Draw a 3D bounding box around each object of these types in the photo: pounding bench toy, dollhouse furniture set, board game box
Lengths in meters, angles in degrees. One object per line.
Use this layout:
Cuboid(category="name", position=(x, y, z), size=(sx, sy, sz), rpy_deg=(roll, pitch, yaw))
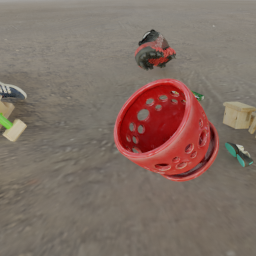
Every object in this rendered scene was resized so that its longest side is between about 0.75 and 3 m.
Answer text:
Cuboid(category="pounding bench toy", position=(-3.341, -0.484, 6.052), size=(1.958, 1.527, 1.216), rpy_deg=(12, 60, 20))
Cuboid(category="dollhouse furniture set", position=(3.716, -0.473, 6.495), size=(2.154, 1.197, 1.905), rpy_deg=(-2, 18, -20))
Cuboid(category="board game box", position=(1.717, -1.092, 8.882), size=(0.661, 0.148, 1.262), rpy_deg=(-20, 36, -33))

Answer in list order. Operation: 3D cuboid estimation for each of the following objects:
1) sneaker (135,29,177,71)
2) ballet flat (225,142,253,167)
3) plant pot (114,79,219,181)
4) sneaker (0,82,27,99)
Cuboid(category="sneaker", position=(0.817, -2.893, 10.225), size=(0.991, 1.369, 2.803), rpy_deg=(-35, -3, 30))
Cuboid(category="ballet flat", position=(2.376, 0.541, 5.949), size=(0.268, 0.266, 0.783), rpy_deg=(-19, 37, -4))
Cuboid(category="plant pot", position=(0.725, 0.125, 4.982), size=(1.532, 1.395, 1.532), rpy_deg=(-22, 48, 27))
Cuboid(category="sneaker", position=(-3.737, -1.037, 8.340), size=(1.320, 0.495, 0.558), rpy_deg=(21, 62, -17))
